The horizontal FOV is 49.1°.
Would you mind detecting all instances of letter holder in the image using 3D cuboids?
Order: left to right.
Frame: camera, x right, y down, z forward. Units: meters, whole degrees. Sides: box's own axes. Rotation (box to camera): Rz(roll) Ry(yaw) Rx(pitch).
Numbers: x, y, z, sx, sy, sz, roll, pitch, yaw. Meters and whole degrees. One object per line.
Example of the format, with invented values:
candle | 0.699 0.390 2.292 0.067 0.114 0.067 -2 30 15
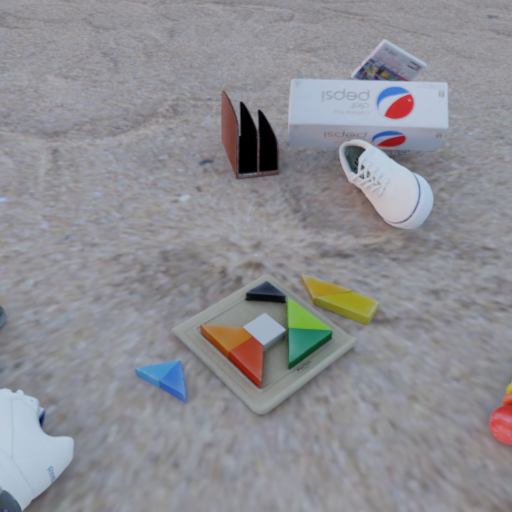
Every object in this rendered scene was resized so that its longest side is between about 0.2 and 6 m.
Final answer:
letter holder | -0.146 -2.465 10.932 0.855 1.209 1.701 -7 37 -10

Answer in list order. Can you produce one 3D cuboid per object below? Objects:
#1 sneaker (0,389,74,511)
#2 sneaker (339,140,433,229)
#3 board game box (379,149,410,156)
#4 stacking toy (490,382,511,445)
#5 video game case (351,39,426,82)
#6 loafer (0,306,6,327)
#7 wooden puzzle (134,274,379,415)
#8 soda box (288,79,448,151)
sneaker | -2.831 1.759 5.841 2.266 0.844 0.987 32 38 25
sneaker | 2.034 -1.239 9.435 0.899 0.928 2.541 19 21 -23
board game box | 2.489 -2.633 11.637 1.017 0.618 1.275 -9 38 -11
stacking toy | 3.088 1.530 6.245 0.643 0.643 1.506 29 53 33
video game case | 2.857 -4.002 12.100 1.188 1.082 0.137 18 54 -25
loafer | -4.232 0.735 7.175 1.828 0.637 0.687 -10 38 -12
wooden puzzle | 0.110 0.963 7.130 1.979 0.343 2.933 27 45 31
soda box | 2.039 -2.609 10.435 2.841 0.904 0.968 3 73 5
